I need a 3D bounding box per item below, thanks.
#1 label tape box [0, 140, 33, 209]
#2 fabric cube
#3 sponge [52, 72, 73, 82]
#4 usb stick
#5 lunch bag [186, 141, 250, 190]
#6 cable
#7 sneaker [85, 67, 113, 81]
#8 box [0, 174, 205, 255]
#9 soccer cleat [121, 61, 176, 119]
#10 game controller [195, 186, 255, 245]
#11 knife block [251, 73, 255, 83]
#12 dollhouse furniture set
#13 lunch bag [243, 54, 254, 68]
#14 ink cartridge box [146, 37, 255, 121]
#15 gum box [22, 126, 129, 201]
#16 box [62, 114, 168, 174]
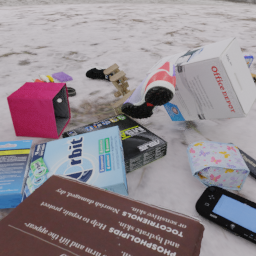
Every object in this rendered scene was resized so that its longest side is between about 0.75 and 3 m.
[{"bbox_3d":[-3.165,1.138,7.140,1.319,0.609,1.841,-4,39,-5],"label":"label tape box"},{"bbox_3d":[-2.973,-0.650,9.654,1.507,1.483,1.511,2,30,7],"label":"fabric cube"},{"bbox_3d":[-3.389,-2.629,14.402,0.638,0.171,1.144,-21,36,-32],"label":"sponge"},{"bbox_3d":[3.376,0.980,7.980,0.509,0.299,1.835,-12,32,-20],"label":"usb stick"},{"bbox_3d":[2.288,0.966,7.462,1.381,0.878,1.171,9,31,-5],"label":"lunch bag"},{"bbox_3d":[-3.452,-1.920,12.734,2.350,0.591,1.141,21,36,32],"label":"cable"},{"bbox_3d":[-1.290,-2.686,14.058,1.645,0.601,0.920,-7,30,-14],"label":"sneaker"},{"bbox_3d":[-0.674,2.484,3.270,2.333,2.357,2.842,13,32,21],"label":"box"},{"bbox_3d":[0.566,-0.950,7.907,0.857,2.514,0.920,23,67,-16],"label":"soccer cleat"},{"bbox_3d":[2.472,1.938,6.223,1.863,0.392,0.972,21,35,33],"label":"game controller"},{"bbox_3d":[5.839,-2.423,13.819,1.040,0.379,1.185,-16,33,-27],"label":"knife block"},{"bbox_3d":[-0.351,-1.267,10.193,1.020,1.345,1.535,-34,55,-6],"label":"dollhouse furniture set"},{"bbox_3d":[5.463,-3.282,14.351,1.259,0.917,1.481,-9,-6,-16],"label":"lunch bag"},{"bbox_3d":[2.292,-1.378,8.922,2.833,2.074,1.217,-3,38,49],"label":"ink cartridge box"},{"bbox_3d":[-1.261,0.982,6.971,2.351,0.524,1.998,-13,39,4],"label":"gum box"},{"bbox_3d":[-0.436,0.494,8.561,2.394,0.569,2.312,-19,34,-29],"label":"box"}]
